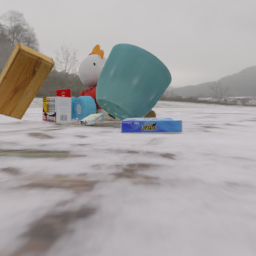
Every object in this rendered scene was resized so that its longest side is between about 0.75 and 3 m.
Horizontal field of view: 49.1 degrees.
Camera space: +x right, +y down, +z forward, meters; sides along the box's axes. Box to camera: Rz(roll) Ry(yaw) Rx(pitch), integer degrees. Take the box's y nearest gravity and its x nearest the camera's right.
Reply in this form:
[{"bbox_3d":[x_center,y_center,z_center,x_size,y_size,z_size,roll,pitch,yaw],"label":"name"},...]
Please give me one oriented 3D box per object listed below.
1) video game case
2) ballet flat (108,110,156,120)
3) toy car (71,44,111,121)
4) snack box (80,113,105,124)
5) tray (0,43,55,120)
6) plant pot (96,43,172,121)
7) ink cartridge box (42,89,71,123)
[{"bbox_3d":[0.558,-0.082,6.602,1.328,0.302,1.204,0,4,5],"label":"video game case"},{"bbox_3d":[0.059,-0.409,9.095,1.672,0.567,0.605,13,28,25],"label":"ballet flat"},{"bbox_3d":[-1.125,-1.904,11.312,2.753,2.987,2.642,-8,9,-35],"label":"toy car"},{"bbox_3d":[-1.063,-0.266,8.306,0.445,0.142,0.767,-33,18,-30],"label":"snack box"},{"bbox_3d":[-3.432,-1.380,8.870,1.163,2.357,0.437,20,27,-41],"label":"tray"},{"bbox_3d":[0.020,-1.083,7.741,1.918,1.539,1.918,26,-15,8],"label":"plant pot"},{"bbox_3d":[-2.523,-0.799,9.866,0.559,1.171,1.333,-1,4,-37],"label":"ink cartridge box"}]
